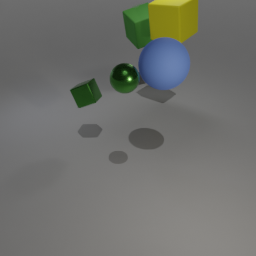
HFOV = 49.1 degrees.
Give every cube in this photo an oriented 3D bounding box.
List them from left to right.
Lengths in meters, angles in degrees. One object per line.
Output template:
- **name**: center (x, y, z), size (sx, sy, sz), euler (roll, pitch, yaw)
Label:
- **cube**: center (-1.408, -1.180, 9.497), size (0.700, 0.700, 0.700), euler (-16, 20, 21)
- **cube**: center (0.719, -4.901, 13.420), size (1.400, 1.400, 1.400), euler (-23, 49, -10)
- **cube**: center (1.784, -4.269, 10.925), size (1.400, 1.400, 1.400), euler (22, 47, 34)

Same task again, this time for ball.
- **ball**: center (-0.078, -1.151, 6.504), size (0.700, 0.700, 0.700), euler (0, 31, 0)
- **ball**: center (0.980, -1.742, 7.645), size (1.400, 1.400, 1.400), euler (0, 31, 0)
